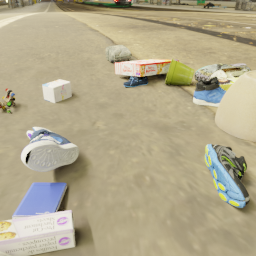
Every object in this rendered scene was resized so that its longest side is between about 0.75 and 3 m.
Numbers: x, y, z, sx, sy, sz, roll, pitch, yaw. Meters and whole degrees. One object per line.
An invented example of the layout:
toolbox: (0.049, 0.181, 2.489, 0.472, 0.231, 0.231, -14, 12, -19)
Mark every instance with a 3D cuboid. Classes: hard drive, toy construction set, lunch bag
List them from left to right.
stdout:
toy construction set: (-4.276, -0.925, 9.542, 0.934, 0.718, 0.779, 17, 72, -3)
hard drive: (-1.643, 1.386, 5.353, 0.713, 0.137, 1.081, 0, 21, 0)
lunch bag: (-0.523, -3.956, 15.077, 1.197, 0.834, 1.004, -16, 30, -27)

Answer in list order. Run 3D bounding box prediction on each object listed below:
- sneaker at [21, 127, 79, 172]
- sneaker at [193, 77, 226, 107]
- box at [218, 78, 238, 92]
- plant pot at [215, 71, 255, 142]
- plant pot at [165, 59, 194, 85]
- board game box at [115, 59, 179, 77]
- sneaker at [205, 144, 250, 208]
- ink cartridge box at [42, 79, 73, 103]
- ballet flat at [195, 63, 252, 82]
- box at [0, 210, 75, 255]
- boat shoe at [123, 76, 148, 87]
sneaker: (-1.990, 0.399, 6.172, 1.216, 0.669, 1.661, 23, 9, 25)
sneaker: (3.190, -1.261, 9.705, 1.737, 0.966, 0.667, 7, 28, 14)
box: (4.083, -1.643, 10.992, 1.900, 0.476, 0.715, -7, 28, -14)
plant pot: (3.822, -0.785, 8.168, 2.302, 1.546, 2.302, 0, 28, 0)
plant pot: (2.179, -2.233, 11.699, 1.034, 1.074, 1.074, 16, 29, 3)
board game box: (0.855, -2.736, 12.612, 2.338, 0.541, 1.771, -16, 22, -37)
sneaker: (2.153, 0.867, 5.883, 0.799, 0.683, 1.928, -5, 24, 5)
ink cartridge box: (-2.566, -1.392, 10.361, 0.612, 0.597, 0.953, 18, 33, 31)
ballet flat: (4.097, -2.218, 11.735, 2.571, 0.925, 0.925, -9, 29, -15)
box: (-1.991, 1.768, 4.400, 2.270, 0.439, 0.470, -6, 28, -11)
boat shoe: (0.303, -1.984, 11.740, 1.130, 0.388, 0.476, -16, 32, -29)
